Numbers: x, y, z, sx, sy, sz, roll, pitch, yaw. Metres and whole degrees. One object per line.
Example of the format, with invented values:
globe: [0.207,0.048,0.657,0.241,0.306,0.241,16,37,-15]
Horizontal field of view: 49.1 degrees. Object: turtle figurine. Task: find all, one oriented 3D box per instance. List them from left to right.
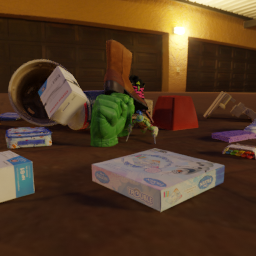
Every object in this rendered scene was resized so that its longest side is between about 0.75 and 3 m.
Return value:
turtle figurine: [0.493,0.125,9.307,0.931,1.294,1.254,-20,-18,18]

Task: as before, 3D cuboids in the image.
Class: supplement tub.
supplement tub: [-1.380,-0.763,11.387,2.149,1.508,1.508,-8,12,-36]

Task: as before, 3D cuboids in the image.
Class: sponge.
sponge: [3.524,0.259,9.324,1.340,0.200,0.747,-6,12,-30]

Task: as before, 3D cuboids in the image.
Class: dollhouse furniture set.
dollhouse furniture set: [5.086,-0.584,13.923,1.938,1.579,1.843,36,14,3]

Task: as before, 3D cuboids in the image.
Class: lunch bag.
lunch bag: [-2.925,0.277,8.362,1.326,0.501,1.063,-5,12,-23]

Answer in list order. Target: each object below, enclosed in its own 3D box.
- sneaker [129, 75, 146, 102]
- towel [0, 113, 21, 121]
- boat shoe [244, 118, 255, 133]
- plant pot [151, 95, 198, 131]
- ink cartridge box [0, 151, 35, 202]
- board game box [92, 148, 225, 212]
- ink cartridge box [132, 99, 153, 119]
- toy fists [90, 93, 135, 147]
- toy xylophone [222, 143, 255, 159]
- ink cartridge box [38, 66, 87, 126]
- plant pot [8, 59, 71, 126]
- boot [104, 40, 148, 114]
sneaker: [0.379,-1.711,13.022,0.893,1.059,2.421,9,33,-20]
towel: [-5.994,-0.574,14.343,1.209,0.196,1.647,2,11,-1]
boat shoe: [4.859,-0.121,10.476,1.671,0.558,0.615,-9,13,-42]
plant pot: [1.937,-0.690,11.672,1.471,1.297,1.470,-6,11,-32]
ink cartridge box: [-2.424,0.847,4.575,1.411,0.597,1.020,-10,14,-43]
board game box: [0.540,0.846,5.224,1.753,0.382,1.761,-8,13,-40]
ink cartridge box: [-0.349,-1.085,14.661,2.196,1.001,2.666,-3,10,-30]
toy fists: [-0.422,-0.382,9.206,1.007,1.492,2.927,2,10,16]
toy xylophone: [2.960,0.590,7.239,0.667,0.229,0.911,-9,13,-42]
ink cartridge box: [-2.396,-1.173,10.114,0.763,1.309,1.811,28,20,-45]
plant pot: [-3.965,-1.450,13.073,2.846,2.846,2.605,-3,-1,-20]
boot: [-0.058,-2.048,11.564,2.430,2.581,0.884,23,-36,-35]
